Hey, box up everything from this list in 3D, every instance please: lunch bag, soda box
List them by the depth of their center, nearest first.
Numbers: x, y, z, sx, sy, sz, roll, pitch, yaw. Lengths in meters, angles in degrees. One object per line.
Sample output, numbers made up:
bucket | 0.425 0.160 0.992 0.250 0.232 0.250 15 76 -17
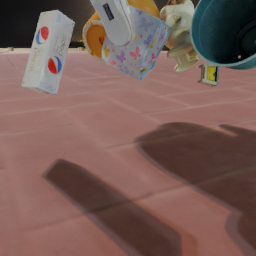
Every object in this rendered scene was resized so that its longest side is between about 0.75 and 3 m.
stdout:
soda box | -2.215 -2.084 7.807 0.745 2.189 0.697 10 -6 35
lunch bag | 0.185 -2.609 8.680 1.585 1.869 1.188 32 17 22

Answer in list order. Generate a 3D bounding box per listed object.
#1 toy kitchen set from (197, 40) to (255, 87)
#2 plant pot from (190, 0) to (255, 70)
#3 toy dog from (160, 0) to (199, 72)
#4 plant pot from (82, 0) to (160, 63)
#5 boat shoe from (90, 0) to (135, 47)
toy kitchen set | 3.177 -2.186 8.859 1.117 1.519 1.896 4 -1 -13
plant pot | 2.863 -2.284 6.721 2.033 2.033 1.910 17 8 40
toy dog | 2.037 -3.761 10.303 2.393 2.468 1.722 -27 -21 24
plant pot | -0.402 -3.673 10.577 2.545 2.545 2.330 11 43 30
boat shoe | -0.410 -3.368 7.479 0.844 2.379 0.831 -19 10 28
